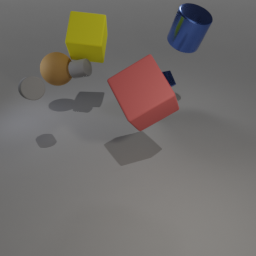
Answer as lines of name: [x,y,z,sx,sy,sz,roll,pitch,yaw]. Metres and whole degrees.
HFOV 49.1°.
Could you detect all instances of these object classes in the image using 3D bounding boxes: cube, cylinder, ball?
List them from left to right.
cylinder: [-2.892,-1.191,8.392,0.700,0.700,0.700,-14,14,-24]
ball: [-2.997,-2.496,11.870,1.400,1.400,1.400,0,29,0]
cylinder: [-1.918,-2.392,11.286,0.700,0.700,0.700,-4,26,24]
cube: [-1.627,-3.631,11.315,1.400,1.400,1.400,6,-14,0]
cube: [0.477,-0.942,8.026,1.400,1.400,1.400,-30,72,7]
cube: [1.565,-2.055,12.407,0.700,0.700,0.700,-25,-3,44]
cylinder: [2.458,-4.002,11.277,1.400,1.400,1.400,8,53,-11]
